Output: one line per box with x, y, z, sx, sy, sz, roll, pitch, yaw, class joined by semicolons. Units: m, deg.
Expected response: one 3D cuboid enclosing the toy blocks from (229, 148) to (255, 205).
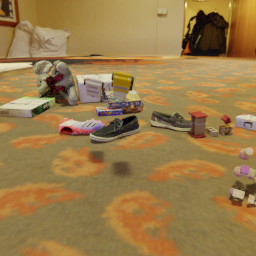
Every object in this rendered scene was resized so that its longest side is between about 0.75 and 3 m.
3.115;1.242;6.751;1.185;1.268;1.068;17;-11;12;toy blocks

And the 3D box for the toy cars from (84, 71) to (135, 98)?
-0.581;-1.048;7.616;0.991;0.490;2.211;21;-14;-41;toy cars

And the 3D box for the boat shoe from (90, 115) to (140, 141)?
-0.467;-0.015;10.476;2.193;0.683;0.818;-15;26;-34;boat shoe

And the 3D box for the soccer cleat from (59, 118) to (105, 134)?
-1.764;0.019;10.737;1.780;0.594;0.680;6;46;6;soccer cleat

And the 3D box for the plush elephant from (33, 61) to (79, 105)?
-4.158;-2.551;15.564;2.177;2.316;2.812;-17;30;-4;plush elephant

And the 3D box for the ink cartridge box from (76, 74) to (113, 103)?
-1.518;-2.400;16.526;2.890;1.217;2.089;-5;23;-14;ink cartridge box

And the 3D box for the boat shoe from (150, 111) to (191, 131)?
1.863;-0.317;11.377;1.997;0.656;0.714;8;20;23;boat shoe

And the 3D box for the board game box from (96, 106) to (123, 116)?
-0.911;-0.821;13.490;1.177;0.264;0.791;-4;19;-13;board game box

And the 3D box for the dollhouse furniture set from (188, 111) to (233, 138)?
3.140;-0.172;10.632;1.615;0.869;0.657;-5;19;-13;dollhouse furniture set

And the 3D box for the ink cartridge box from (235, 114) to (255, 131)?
5.037;-0.235;11.490;0.755;0.438;1.022;-17;24;-42;ink cartridge box

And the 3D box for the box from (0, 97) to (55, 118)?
-5.002;-1.083;14.025;1.794;0.452;2.486;4;20;11;box

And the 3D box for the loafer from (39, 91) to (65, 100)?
-4.436;-1.893;16.069;0.729;0.638;2.028;12;22;32;loafer

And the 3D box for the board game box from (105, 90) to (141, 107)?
-0.259;-1.461;13.681;1.576;0.273;1.068;-6;38;-15;board game box

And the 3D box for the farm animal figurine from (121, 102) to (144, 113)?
0.166;-1.146;13.958;1.100;0.553;0.888;-7;19;-17;farm animal figurine
